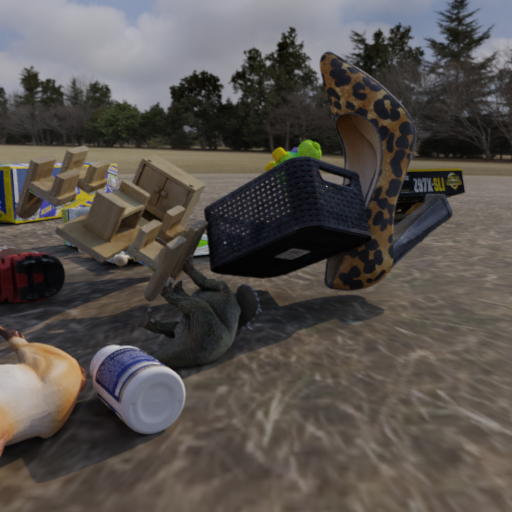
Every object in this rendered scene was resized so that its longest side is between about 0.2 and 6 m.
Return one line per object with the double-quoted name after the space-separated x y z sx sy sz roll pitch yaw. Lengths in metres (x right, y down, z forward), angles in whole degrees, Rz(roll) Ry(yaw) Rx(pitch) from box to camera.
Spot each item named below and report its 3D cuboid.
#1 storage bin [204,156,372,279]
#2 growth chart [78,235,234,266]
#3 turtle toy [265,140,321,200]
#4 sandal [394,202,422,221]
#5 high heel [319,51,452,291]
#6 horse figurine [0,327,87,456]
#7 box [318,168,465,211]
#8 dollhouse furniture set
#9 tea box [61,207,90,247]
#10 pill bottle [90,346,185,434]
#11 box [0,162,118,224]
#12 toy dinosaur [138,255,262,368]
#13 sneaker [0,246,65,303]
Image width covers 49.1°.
0.342 -0.377 6.839 1.221 0.847 1.807 8 -22 -43 "storage bin"
-1.747 -0.149 10.249 2.844 0.252 2.058 -8 12 -42 "growth chart"
0.883 -1.857 11.842 0.769 1.108 1.521 -32 -10 -24 "turtle toy"
4.233 -1.232 15.380 1.816 0.490 0.729 1 10 3 "sandal"
1.107 -1.021 7.079 1.988 2.788 0.996 -37 9 -14 "high heel"
-1.755 0.896 3.472 1.470 0.553 2.217 16 9 17 "horse figurine"
3.759 -1.766 15.717 3.270 0.807 2.611 -7 -2 -33 "box"
-1.710 -0.310 7.247 1.909 1.447 2.178 32 25 6 "dollhouse furniture set"
-3.156 -0.597 11.032 1.114 0.744 1.096 -6 5 -30 "tea box"
-0.876 0.895 3.951 0.448 0.448 0.807 -7 12 -35 "pill bottle"
-5.856 -1.910 16.171 1.397 1.523 4.346 5 11 23 "box"
-0.481 0.570 5.061 0.875 0.659 1.712 34 30 3 "toy dinosaur"
-3.380 0.254 6.828 1.891 0.668 0.924 -4 11 -32 "sneaker"
